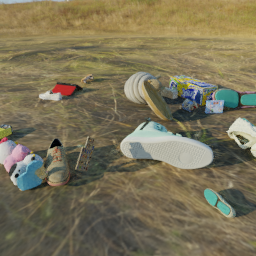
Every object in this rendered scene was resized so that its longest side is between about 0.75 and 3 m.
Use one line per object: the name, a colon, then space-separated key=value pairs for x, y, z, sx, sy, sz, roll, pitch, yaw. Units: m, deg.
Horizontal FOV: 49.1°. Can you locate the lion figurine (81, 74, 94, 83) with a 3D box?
lion figurine: x=-2.729 y=-3.248 z=18.436 sx=0.779 sy=0.461 sz=1.273 roll=0 pitch=23 yaw=46

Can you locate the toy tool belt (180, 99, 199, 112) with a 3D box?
toy tool belt: x=2.887 y=-0.990 z=13.328 sx=0.556 sy=0.565 sz=0.904 roll=-41 pitch=32 yaw=-10

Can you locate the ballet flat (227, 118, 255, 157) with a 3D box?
ballet flat: x=4.398 y=0.533 z=9.537 sx=1.015 sy=1.015 sz=2.829 roll=-6 pitch=22 yaw=-13

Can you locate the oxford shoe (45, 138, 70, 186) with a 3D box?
oxford shoe: x=-2.167 y=0.980 z=8.373 sx=0.719 sy=0.763 sz=2.040 roll=-8 pitch=25 yaw=-17

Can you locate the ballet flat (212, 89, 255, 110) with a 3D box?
ballet flat: x=5.305 y=-1.415 z=13.850 sx=2.878 sy=0.995 sz=1.024 roll=-1 pitch=5 yaw=-14

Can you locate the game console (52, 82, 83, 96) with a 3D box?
game console: x=-3.555 y=-2.185 z=16.404 sx=1.398 sy=0.830 sz=1.205 roll=10 pitch=-6 yaw=21

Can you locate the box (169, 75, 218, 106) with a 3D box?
box: x=3.476 y=-2.114 z=15.227 sx=1.021 sy=0.937 sz=2.913 roll=-11 pitch=25 yaw=-25

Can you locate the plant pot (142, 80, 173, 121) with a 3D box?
plant pot: x=1.227 y=-1.152 z=12.276 sx=0.291 sy=2.117 sz=2.117 roll=-35 pitch=14 yaw=21

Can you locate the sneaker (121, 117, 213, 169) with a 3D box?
sneaker: x=1.408 y=0.362 z=9.279 sx=2.932 sy=1.079 sz=1.730 roll=8 pitch=31 yaw=22

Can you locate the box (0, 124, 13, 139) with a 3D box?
box: x=-5.039 y=0.250 z=10.582 sx=0.495 sy=0.330 sz=1.316 roll=12 pitch=26 yaw=26

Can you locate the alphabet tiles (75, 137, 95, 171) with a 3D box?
alphabet tiles: x=-1.195 y=0.749 z=8.037 sx=0.037 sy=0.976 sz=0.816 roll=13 pitch=-9 yaw=16

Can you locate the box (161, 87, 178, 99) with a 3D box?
box: x=2.282 y=-1.927 z=15.446 sx=0.358 sy=0.437 sz=0.920 roll=-19 pitch=29 yaw=-36

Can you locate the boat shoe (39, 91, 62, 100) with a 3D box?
boat shoe: x=-4.191 y=-1.795 z=15.087 sx=1.334 sy=0.466 sz=0.473 roll=9 pitch=25 yaw=19

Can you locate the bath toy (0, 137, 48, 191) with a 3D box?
bath toy: x=-3.255 y=0.928 z=8.396 sx=1.014 sy=0.862 sz=2.332 roll=-19 pitch=29 yaw=-36

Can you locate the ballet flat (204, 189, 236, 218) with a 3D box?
ballet flat: x=2.297 y=1.873 z=6.980 sx=0.350 sy=0.350 sz=1.008 roll=-8 pitch=27 yaw=-18

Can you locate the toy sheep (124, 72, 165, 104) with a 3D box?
toy sheep: x=0.716 y=-2.024 z=14.205 sx=1.778 sy=1.778 sz=2.578 roll=-18 pitch=9 yaw=-35

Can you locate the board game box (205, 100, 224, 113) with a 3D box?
board game box: x=4.047 y=-0.992 z=13.085 sx=0.798 sy=0.604 sz=0.146 roll=-1 pitch=24 yaw=-4
